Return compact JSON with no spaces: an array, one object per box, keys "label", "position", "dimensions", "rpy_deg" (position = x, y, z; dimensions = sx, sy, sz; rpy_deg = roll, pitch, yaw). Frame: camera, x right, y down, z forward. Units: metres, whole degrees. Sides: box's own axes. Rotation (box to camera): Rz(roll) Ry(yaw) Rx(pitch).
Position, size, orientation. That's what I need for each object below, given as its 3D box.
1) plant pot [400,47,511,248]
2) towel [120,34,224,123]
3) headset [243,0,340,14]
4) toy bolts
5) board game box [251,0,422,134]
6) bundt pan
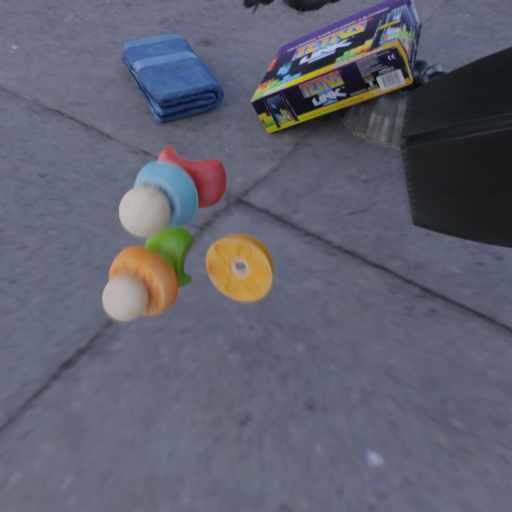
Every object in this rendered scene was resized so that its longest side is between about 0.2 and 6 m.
[{"label":"plant pot","position":[2.541,-1.198,6.378],"dimensions":[1.572,1.772,1.767],"rpy_deg":[-2,41,22]},{"label":"towel","position":[-1.812,-3.826,11.848],"dimensions":[1.521,0.661,2.725],"rpy_deg":[-18,48,-17]},{"label":"headset","position":[0.734,-4.466,8.618],"dimensions":[2.395,1.479,1.125],"rpy_deg":[-14,12,43]},{"label":"toy bolts","position":[-0.637,-0.061,4.811],"dimensions":[1.432,1.499,1.039],"rpy_deg":[13,32,17]},{"label":"board game box","position":[1.564,-3.688,10.699],"dimensions":[2.903,0.823,2.399],"rpy_deg":[-12,39,31]},{"label":"bundt pan","position":[2.893,-3.128,11.007],"dimensions":[2.426,0.910,2.426],"rpy_deg":[0,47,0]}]
